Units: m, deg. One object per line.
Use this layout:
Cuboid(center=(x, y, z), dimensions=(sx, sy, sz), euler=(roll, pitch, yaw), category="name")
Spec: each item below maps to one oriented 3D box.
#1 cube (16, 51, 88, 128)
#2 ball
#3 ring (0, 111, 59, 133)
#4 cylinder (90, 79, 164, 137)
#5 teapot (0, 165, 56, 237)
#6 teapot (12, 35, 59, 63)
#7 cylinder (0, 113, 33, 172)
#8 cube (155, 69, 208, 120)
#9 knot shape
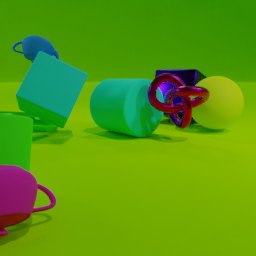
Cuboid(center=(-1.695, -0.796, 6.265), dimensions=(1.117, 1.117, 1.117), euler=(25, -17, -12), category="cube")
Cuboid(center=(2.302, -0.662, 7.387), dimensions=(1.388, 1.388, 1.388), euler=(0, 10, 0), category="ball")
Cuboid(center=(-2.793, -0.174, 7.275), dimensions=(2.001, 0.400, 2.001), euler=(5, 5, 0), category="ring")
Cuboid(center=(-0.038, -0.542, 7.069), dimensions=(1.370, 1.370, 1.370), euler=(-9, 13, -41), category="cylinder")
Cuboid(center=(-1.186, 0.675, 2.459), dimensions=(1.146, 0.561, 0.712), euler=(2, -31, -37), category="teapot")
Cuboid(center=(-2.158, -1.834, 6.803), dimensions=(1.234, 0.604, 0.767), euler=(12, -10, -10), category="teapot")
Cuboid(center=(-1.624, 0.256, 3.442), dimensions=(0.822, 0.822, 0.822), euler=(3, -4, 0), category="cylinder")
Cuboid(center=(1.713, -1.031, 8.997), dimensions=(1.388, 1.388, 1.388), euler=(7, -2, 34), category="cube")
Cuboid(center=(1.113, -0.538, 6.265), dimensions=(1.317, 1.233, 0.609), euler=(12, 43, 22), category="knot shape")
